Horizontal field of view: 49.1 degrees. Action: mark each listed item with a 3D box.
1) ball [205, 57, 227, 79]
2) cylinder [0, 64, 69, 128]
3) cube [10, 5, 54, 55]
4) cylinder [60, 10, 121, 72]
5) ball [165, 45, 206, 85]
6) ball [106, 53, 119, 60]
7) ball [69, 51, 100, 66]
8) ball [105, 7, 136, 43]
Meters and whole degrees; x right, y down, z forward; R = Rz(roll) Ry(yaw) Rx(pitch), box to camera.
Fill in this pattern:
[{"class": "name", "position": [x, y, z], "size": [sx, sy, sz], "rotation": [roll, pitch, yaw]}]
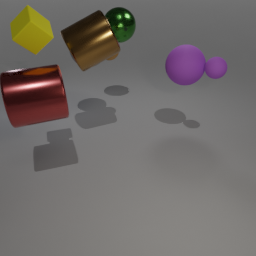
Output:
[{"class": "ball", "position": [2.833, -1.936, 9.025], "size": [0.700, 0.700, 0.700], "rotation": [0, 29, 0]}, {"class": "cylinder", "position": [-2.331, -0.816, 7.110], "size": [1.400, 1.400, 1.400], "rotation": [-12, 31, -14]}, {"class": "cube", "position": [-2.379, -2.410, 6.921], "size": [0.700, 0.700, 0.700], "rotation": [-35, 55, 20]}, {"class": "cylinder", "position": [-1.158, -2.709, 8.776], "size": [1.400, 1.400, 1.400], "rotation": [-29, 32, 1]}, {"class": "ball", "position": [2.016, -2.205, 9.855], "size": [1.400, 1.400, 1.400], "rotation": [0, 29, 0]}, {"class": "ball", "position": [-0.664, -2.749, 9.895], "size": [0.700, 0.700, 0.700], "rotation": [0, 29, 0]}, {"class": "ball", "position": [-1.522, -3.009, 10.600], "size": [1.400, 1.400, 1.400], "rotation": [0, 29, 0]}, {"class": "ball", "position": [-0.370, -4.278, 11.665], "size": [1.400, 1.400, 1.400], "rotation": [0, 29, 0]}]
